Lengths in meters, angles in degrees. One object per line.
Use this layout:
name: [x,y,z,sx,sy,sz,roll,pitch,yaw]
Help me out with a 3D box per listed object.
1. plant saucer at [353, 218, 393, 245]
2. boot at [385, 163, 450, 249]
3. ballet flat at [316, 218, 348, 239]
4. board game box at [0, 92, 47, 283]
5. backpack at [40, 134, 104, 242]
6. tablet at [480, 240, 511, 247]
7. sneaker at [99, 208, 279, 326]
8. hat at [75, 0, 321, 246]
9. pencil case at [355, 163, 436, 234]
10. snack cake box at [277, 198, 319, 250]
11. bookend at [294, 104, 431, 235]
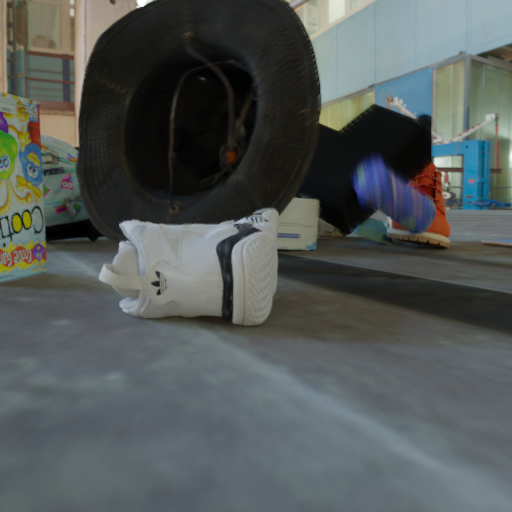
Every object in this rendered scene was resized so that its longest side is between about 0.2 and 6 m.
plant saucer: [2.457,-0.594,11.861,0.792,0.215,2.265,17,12,6]
boot: [3.111,-1.013,10.650,1.051,1.502,2.801,12,17,0]
ballet flat: [1.534,-0.712,12.425,0.704,0.760,2.156,14,15,35]
board game box: [-3.131,-0.755,6.279,1.061,2.022,1.042,2,6,14]
backpack: [-4.948,-1.382,11.467,3.550,2.247,2.962,-8,12,-34]
tablet: [5.028,-0.211,10.466,0.919,0.096,1.413,-2,7,-20]
sneaker: [-0.450,0.006,4.754,1.248,0.816,2.171,3,10,4]
hat: [-0.672,-1.769,7.923,4.004,4.004,1.615,3,1,30]
pencil case: [2.271,-0.914,9.006,1.569,0.612,0.681,28,-14,-34]
snack cake box: [-0.259,-0.676,10.486,1.585,0.926,2.756,0,5,-28]
bookend: [1.589,-1.915,10.492,2.338,1.084,2.353,-40,50,-19]
